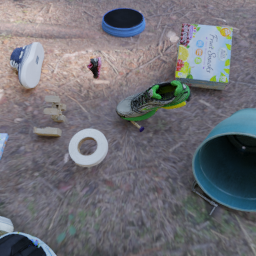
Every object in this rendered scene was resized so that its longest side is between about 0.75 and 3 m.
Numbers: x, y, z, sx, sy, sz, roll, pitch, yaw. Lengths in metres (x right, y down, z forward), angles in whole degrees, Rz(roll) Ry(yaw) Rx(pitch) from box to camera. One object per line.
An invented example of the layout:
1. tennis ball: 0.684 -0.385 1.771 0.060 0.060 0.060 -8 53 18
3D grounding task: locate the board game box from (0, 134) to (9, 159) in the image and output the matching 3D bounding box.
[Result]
1. board game box: -4.956 0.726 10.097 0.921 0.223 1.217 0 49 1

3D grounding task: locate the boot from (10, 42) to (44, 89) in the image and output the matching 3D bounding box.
1. boot: -4.719 -2.750 12.667 1.300 1.047 2.878 -9 46 10

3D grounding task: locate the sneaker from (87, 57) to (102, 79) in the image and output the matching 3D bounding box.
1. sneaker: -1.419 -2.476 11.576 0.571 1.197 0.473 -4 61 -15

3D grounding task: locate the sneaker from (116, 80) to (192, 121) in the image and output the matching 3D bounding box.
1. sneaker: 0.781 -1.104 10.173 2.832 1.206 1.105 -19 67 20

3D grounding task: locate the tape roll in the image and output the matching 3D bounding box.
1. tape roll: -1.306 0.642 9.205 1.303 0.238 1.303 -3 63 6

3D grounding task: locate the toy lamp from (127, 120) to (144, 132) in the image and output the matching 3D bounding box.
1. toy lamp: 0.248 -0.197 10.862 0.267 0.267 0.916 -34 60 -25

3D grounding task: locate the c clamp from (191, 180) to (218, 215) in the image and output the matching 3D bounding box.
1. c clamp: 2.468 2.116 8.980 0.913 0.145 1.068 -37 59 -27

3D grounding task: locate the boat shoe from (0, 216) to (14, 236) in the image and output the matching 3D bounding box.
1. boat shoe: -4.505 2.393 8.212 2.750 0.960 0.980 10 55 12

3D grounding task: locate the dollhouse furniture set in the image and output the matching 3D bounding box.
1. dollhouse furniture set: -2.926 -0.413 10.451 0.886 1.251 1.362 3 80 1

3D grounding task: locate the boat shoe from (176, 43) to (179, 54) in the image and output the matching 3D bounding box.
1. boat shoe: 3.420 -3.400 13.179 2.424 0.752 0.873 29 81 10

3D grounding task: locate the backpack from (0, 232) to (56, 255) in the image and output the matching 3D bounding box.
1. backpack: -2.985 3.865 6.417 2.415 2.276 2.960 29 73 26

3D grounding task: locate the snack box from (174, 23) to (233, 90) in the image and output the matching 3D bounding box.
1. snack box: 3.284 -3.132 12.264 2.224 0.892 2.637 8 78 7

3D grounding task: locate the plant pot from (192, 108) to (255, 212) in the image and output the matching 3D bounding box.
1. plant pot: 3.673 0.711 8.738 2.695 2.695 2.532 23 38 18

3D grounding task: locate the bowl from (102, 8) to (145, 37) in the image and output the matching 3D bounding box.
1. bowl: -0.243 -5.888 15.495 2.442 0.479 2.442 0 50 0
